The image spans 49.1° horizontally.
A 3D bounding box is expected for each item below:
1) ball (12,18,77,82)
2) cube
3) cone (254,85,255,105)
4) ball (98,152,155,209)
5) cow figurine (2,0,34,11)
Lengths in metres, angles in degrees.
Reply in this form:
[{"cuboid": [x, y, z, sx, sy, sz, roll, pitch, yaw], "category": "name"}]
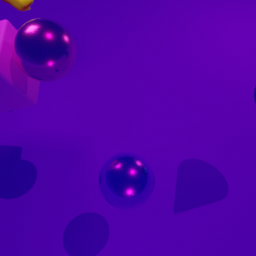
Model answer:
[{"cuboid": [-1.535, -1.430, 5.207, 1.146, 1.146, 1.146, 0, 62, 0], "category": "ball"}, {"cuboid": [-2.713, -1.190, 5.809, 1.267, 1.267, 1.267, -10, 61, 16], "category": "cube"}, {"cuboid": [3.350, -0.770, 5.186, 1.562, 1.567, 1.562, -1, 85, 12], "category": "cone"}, {"cuboid": [-0.027, 1.048, 5.625, 1.130, 1.130, 1.130, 0, 62, 0], "category": "ball"}, {"cuboid": [-3.020, -3.321, 6.911, 1.247, 1.267, 0.696, -16, 49, 41], "category": "cow figurine"}]
